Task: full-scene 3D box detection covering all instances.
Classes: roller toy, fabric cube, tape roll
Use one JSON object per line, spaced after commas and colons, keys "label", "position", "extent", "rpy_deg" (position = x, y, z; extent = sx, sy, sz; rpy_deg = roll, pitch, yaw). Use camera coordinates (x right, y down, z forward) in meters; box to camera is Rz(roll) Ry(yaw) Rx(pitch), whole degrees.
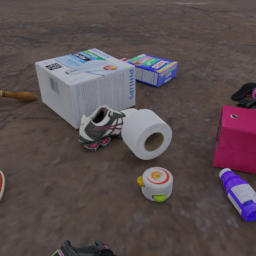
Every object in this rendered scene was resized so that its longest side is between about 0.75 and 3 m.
{"label": "roller toy", "position": [0.791, 1.508, 7.690], "extent": [0.915, 0.639, 0.834], "rpy_deg": [26, 41, 33]}
{"label": "fabric cube", "position": [3.549, 0.338, 8.667], "extent": [1.505, 1.510, 1.482], "rpy_deg": [10, 34, 15]}
{"label": "tape roll", "position": [0.570, 0.194, 8.628], "extent": [1.326, 1.326, 0.910], "rpy_deg": [-16, 37, -23]}

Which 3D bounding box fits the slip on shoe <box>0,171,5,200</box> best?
{"label": "slip on shoe", "position": [-3.942, 1.878, 6.998], "extent": [0.974, 0.805, 2.629], "rpy_deg": [3, 32, 8]}

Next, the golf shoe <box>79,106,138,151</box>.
{"label": "golf shoe", "position": [-0.498, -0.246, 9.855], "extent": [1.060, 1.209, 2.746], "rpy_deg": [27, 41, 35]}

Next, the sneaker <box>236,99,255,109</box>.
{"label": "sneaker", "position": [5.094, -1.101, 11.915], "extent": [0.986, 0.296, 0.514], "rpy_deg": [-24, 45, -26]}

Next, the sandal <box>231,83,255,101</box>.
{"label": "sandal", "position": [5.304, -1.599, 12.702], "extent": [1.617, 0.364, 0.607], "rpy_deg": [-33, 38, -19]}

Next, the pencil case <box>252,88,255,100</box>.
{"label": "pencil case", "position": [6.196, -1.538, 12.271], "extent": [1.318, 0.617, 0.598], "rpy_deg": [-4, 19, -10]}

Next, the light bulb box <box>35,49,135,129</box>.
{"label": "light bulb box", "position": [-1.702, -1.779, 11.526], "extent": [2.964, 1.849, 2.937], "rpy_deg": [-25, 41, -32]}

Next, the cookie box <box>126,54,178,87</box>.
{"label": "cookie box", "position": [1.130, -2.986, 14.270], "extent": [2.152, 0.809, 1.840], "rpy_deg": [23, 38, 29]}

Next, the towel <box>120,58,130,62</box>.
{"label": "towel", "position": [-0.026, -3.816, 16.155], "extent": [1.129, 0.128, 0.813], "rpy_deg": [26, 41, 34]}

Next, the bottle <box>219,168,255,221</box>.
{"label": "bottle", "position": [2.984, 1.721, 7.485], "extent": [0.651, 0.509, 1.559], "rpy_deg": [-10, 35, -10]}

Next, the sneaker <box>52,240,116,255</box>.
{"label": "sneaker", "position": [-0.454, 2.765, 5.582], "extent": [2.351, 0.902, 0.985], "rpy_deg": [10, 39, 13]}

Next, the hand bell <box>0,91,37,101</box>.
{"label": "hand bell", "position": [-5.230, -1.461, 12.000], "extent": [2.536, 1.320, 1.320], "rpy_deg": [4, 32, -15]}
